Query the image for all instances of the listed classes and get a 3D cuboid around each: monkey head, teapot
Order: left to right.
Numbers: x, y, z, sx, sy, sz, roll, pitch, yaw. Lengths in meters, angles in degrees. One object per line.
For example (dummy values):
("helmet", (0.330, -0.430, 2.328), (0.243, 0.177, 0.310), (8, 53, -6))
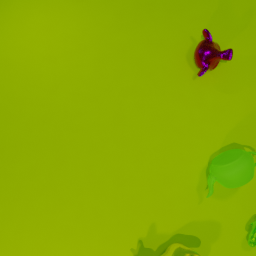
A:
("monkey head", (2.428, -2.132, 8.102), (0.834, 0.996, 1.384), (3, 95, -34))
("teapot", (2.643, 1.122, 7.125), (1.785, 1.110, 0.874), (-29, 99, -5))

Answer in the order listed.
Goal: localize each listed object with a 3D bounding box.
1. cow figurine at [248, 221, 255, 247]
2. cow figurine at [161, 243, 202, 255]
("cow figurine", (3.764, 2.575, 6.977), (1.297, 0.712, 1.277), (20, 55, 32))
("cow figurine", (0.822, 3.322, 6.698), (1.531, 0.854, 1.556), (20, 46, 28))
